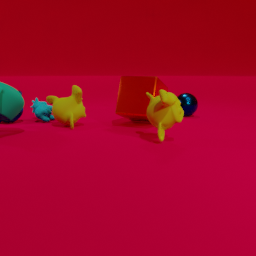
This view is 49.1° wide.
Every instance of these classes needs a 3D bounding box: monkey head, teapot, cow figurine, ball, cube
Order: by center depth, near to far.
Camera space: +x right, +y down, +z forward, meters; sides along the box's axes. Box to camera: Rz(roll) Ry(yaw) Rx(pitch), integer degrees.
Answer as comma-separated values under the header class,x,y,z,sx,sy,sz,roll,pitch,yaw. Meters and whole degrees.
class,x,y,z,sx,sy,sz,roll,pitch,yaw
monkey head,0.761,-0.439,6.474,0.827,1.372,0.987,-26,-32,23
teapot,-3.324,-0.579,7.099,1.214,0.956,1.953,21,-18,-19
monkey head,-1.780,-0.669,8.305,0.926,1.106,1.537,-23,52,-34
cube,0.453,-0.856,8.627,1.182,1.182,1.182,6,-7,25
teapot,-3.834,-0.595,8.806,0.903,1.453,0.711,36,-10,7
cow figurine,-2.887,-0.600,9.311,1.015,0.566,1.031,20,14,4
ball,2.111,-0.848,10.216,0.870,0.870,0.870,0,12,0
